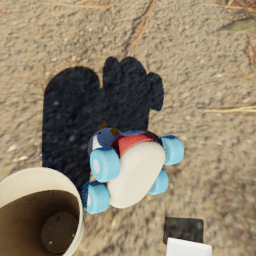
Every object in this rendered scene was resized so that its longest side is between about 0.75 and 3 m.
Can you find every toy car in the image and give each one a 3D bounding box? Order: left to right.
[{"bbox_3d":[-0.290,0.549,6.980,2.143,2.056,2.325,-9,43,-33],"label":"toy car"}]

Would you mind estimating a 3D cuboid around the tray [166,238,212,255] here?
[{"bbox_3d":[1.397,2.909,6.463,1.010,0.112,0.542,7,61,9],"label":"tray"}]

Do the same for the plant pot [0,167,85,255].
[{"bbox_3d":[-1.666,2.053,5.854,1.904,2.033,1.904,-2,63,4],"label":"plant pot"}]
